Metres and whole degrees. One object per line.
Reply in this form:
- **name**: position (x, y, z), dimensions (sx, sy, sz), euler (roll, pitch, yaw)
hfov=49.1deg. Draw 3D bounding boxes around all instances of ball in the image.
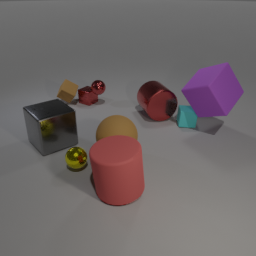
- **ball**: position (-0.372, 0.264, 9.326), dimensions (1.400, 1.400, 1.400), euler (0, 28, 0)
- **ball**: position (-1.631, 0.935, 8.837), dimensions (0.700, 0.700, 0.700), euler (0, 28, 0)
- **ball**: position (-1.394, -1.903, 13.132), dimensions (0.700, 0.700, 0.700), euler (0, 28, 0)

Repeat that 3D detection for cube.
- **cube**: position (-2.883, -1.760, 13.373), dimensions (0.700, 0.700, 0.700), euler (26, 53, -23)
- **cube**: position (-2.784, -0.078, 10.143), dimensions (1.400, 1.400, 1.400), euler (-20, 34, -33)
- **cube**: position (3.178, -1.387, 10.547), dimensions (1.400, 1.400, 1.400), euler (-48, 23, -23)
- **cube**: position (-1.953, -1.586, 13.733), dimensions (0.700, 0.700, 0.700), euler (18, 33, 30)
- **cube**: position (2.446, -0.482, 11.617), dimensions (0.700, 0.700, 0.700), euler (4, 28, 0)

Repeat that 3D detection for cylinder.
- **cylinder**: position (1.252, -1.206, 12.244), dimensions (1.400, 1.400, 1.400), euler (-8, 28, -14)
- **cylinder**: position (-0.278, 1.136, 7.722), dimensions (1.400, 1.400, 1.400), euler (-5, 30, 3)
